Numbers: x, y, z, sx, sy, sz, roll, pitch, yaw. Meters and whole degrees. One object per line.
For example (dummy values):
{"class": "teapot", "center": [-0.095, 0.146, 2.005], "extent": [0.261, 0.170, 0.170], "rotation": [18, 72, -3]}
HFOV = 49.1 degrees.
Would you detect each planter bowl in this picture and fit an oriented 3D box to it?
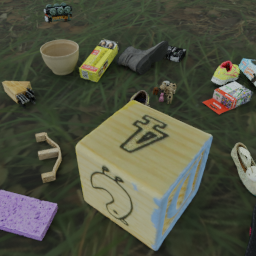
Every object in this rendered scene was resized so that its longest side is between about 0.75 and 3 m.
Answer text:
{"class": "planter bowl", "center": [-3.291, -3.413, 13.889], "extent": [1.822, 1.226, 1.822], "rotation": [0, 43, 0]}

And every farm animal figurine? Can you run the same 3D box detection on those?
{"class": "farm animal figurine", "center": [1.734, -1.688, 12.425], "extent": [1.194, 0.630, 1.208], "rotation": [-30, 50, -29]}

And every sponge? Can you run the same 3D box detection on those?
{"class": "sponge", "center": [-3.115, 2.480, 8.084], "extent": [1.908, 0.285, 1.064], "rotation": [11, 43, 11]}

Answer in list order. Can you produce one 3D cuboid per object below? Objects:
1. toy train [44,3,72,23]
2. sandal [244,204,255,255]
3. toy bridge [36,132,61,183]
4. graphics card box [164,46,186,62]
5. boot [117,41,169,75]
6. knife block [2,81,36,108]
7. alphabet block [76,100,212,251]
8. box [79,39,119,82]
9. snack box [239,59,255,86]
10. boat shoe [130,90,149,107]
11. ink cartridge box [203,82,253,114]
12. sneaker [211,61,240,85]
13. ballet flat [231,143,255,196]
{"class": "toy train", "center": [-1.963, -3.226, 7.906], "extent": [0.839, 0.478, 0.357], "rotation": [-23, 56, -32]}
{"class": "sandal", "center": [3.720, 2.860, 7.580], "extent": [0.946, 0.567, 2.518], "rotation": [20, 60, 28]}
{"class": "toy bridge", "center": [-2.746, 0.904, 9.813], "extent": [0.752, 0.305, 2.238], "rotation": [-11, 43, -16]}
{"class": "graphics card box", "center": [2.313, -4.103, 15.276], "extent": [1.500, 0.382, 0.941], "rotation": [19, 46, 21]}
{"class": "boot", "center": [0.763, -3.927, 14.507], "extent": [1.733, 0.919, 2.633], "rotation": [32, 58, 31]}
{"class": "knife block", "center": [-4.821, -1.438, 12.214], "extent": [1.659, 0.531, 1.456], "rotation": [2, 41, 1]}
{"class": "alphabet block", "center": [0.445, 1.186, 7.854], "extent": [2.621, 2.560, 2.574], "rotation": [26, 46, 27]}
{"class": "box", "center": [-1.407, -3.421, 14.018], "extent": [0.959, 0.639, 2.549], "rotation": [19, 56, 15]}
{"class": "snack box", "center": [6.499, -2.198, 12.817], "extent": [1.654, 0.528, 2.847], "rotation": [3, 41, -17]}
{"class": "boat shoe", "center": [0.183, -0.481, 10.966], "extent": [0.961, 0.796, 2.675], "rotation": [16, 44, 17]}
{"class": "ink cartridge box", "center": [4.311, -1.329, 12.126], "extent": [1.924, 0.485, 1.048], "rotation": [-22, 47, -24]}
{"class": "sneaker", "center": [4.784, -2.747, 13.281], "extent": [0.828, 0.957, 2.120], "rotation": [30, 41, 28]}
{"class": "ballet flat", "center": [3.916, 1.295, 9.139], "extent": [0.677, 0.625, 2.006], "rotation": [-7, 43, -7]}
